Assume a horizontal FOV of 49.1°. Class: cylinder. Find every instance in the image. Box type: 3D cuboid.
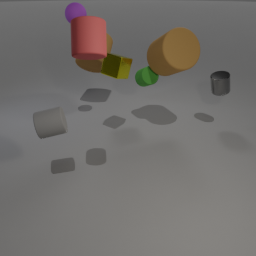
[{"bbox_3d":[-0.782,-1.772,5.590,0.700,0.700,0.700,-1,3,0],"label":"cylinder"},{"bbox_3d":[1.547,-2.600,9.747,1.400,1.400,1.400,-10,5,-18],"label":"cylinder"},{"bbox_3d":[0.717,-1.972,10.751,0.700,0.700,0.700,-12,5,-21],"label":"cylinder"},{"bbox_3d":[3.482,-1.685,10.552,0.700,0.700,0.700,-11,36,8],"label":"cylinder"},{"bbox_3d":[-1.481,-3.369,12.332,1.400,1.400,1.400,10,-15,3],"label":"cylinder"},{"bbox_3d":[-1.971,-0.135,7.166,0.700,0.700,0.700,-14,29,-5],"label":"cylinder"}]

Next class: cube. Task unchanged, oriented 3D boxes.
[{"bbox_3d":[-0.378,-2.062,9.329,0.700,0.700,0.700,24,20,26],"label":"cube"}]

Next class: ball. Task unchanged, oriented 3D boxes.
[{"bbox_3d":[-1.702,-3.715,9.130,0.700,0.700,0.700,0,28,0],"label":"ball"}]
